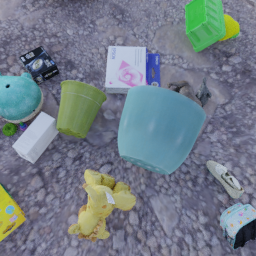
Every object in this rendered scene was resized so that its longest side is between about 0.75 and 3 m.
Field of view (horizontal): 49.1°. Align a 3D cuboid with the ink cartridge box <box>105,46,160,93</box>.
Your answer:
[{"bbox_3d":[0.255,-2.634,12.572,2.427,0.526,2.383,0,62,2],"label":"ink cartridge box"}]

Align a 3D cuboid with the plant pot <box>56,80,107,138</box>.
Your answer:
[{"bbox_3d":[-1.986,-0.619,10.937,1.901,1.901,1.805,14,74,7],"label":"plant pot"}]

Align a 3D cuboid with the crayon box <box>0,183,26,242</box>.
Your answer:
[{"bbox_3d":[-4.456,2.909,9.676,1.193,0.477,1.879,-39,68,-18],"label":"crayon box"}]

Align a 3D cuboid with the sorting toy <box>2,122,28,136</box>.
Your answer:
[{"bbox_3d":[-4.926,-0.041,11.173,1.683,0.580,0.583,-8,62,-3],"label":"sorting toy"}]

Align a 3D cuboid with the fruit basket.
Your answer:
[{"bbox_3d":[4.000,-4.833,13.322,2.623,1.892,2.623,21,58,-39],"label":"fruit basket"}]

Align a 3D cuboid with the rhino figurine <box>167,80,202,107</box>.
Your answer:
[{"bbox_3d":[2.497,-1.038,11.637,1.011,0.691,2.311,-18,65,-9],"label":"rhino figurine"}]

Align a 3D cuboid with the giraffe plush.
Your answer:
[{"bbox_3d":[-0.963,2.715,9.227,1.965,2.277,1.847,26,99,-1],"label":"giraffe plush"}]

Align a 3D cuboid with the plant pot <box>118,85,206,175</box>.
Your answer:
[{"bbox_3d":[0.977,0.246,9.841,2.919,2.919,2.343,18,76,9],"label":"plant pot"}]

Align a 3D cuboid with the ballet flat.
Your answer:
[{"bbox_3d":[3.566,1.768,10.210,0.581,0.581,1.673,-31,68,-15],"label":"ballet flat"}]

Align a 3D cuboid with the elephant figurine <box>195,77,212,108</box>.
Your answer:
[{"bbox_3d":[3.135,-1.451,11.657,0.718,1.014,0.787,-39,69,-18],"label":"elephant figurine"}]

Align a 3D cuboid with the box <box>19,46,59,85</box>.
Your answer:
[{"bbox_3d":[-3.991,-2.827,12.599,1.174,0.617,1.434,-33,67,-15],"label":"box"}]

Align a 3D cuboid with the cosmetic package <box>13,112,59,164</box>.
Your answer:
[{"bbox_3d":[-3.453,0.367,10.739,0.705,0.981,1.738,26,64,13],"label":"cosmetic package"}]

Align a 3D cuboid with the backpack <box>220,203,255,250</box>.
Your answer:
[{"bbox_3d":[3.665,3.080,9.081,1.214,1.381,1.059,-23,49,-10],"label":"backpack"}]

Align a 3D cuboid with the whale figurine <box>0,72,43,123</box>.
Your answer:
[{"bbox_3d":[-4.913,-1.534,11.366,2.972,1.542,2.364,34,72,17],"label":"whale figurine"}]
